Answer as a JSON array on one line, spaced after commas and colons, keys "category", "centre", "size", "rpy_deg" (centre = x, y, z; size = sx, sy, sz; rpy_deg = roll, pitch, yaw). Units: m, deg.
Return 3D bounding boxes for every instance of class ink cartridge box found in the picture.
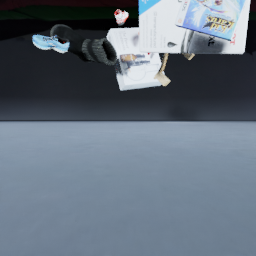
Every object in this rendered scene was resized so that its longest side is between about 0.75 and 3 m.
[{"category": "ink cartridge box", "centre": [1.455, -2.533, 6.187], "size": [2.280, 1.664, 0.961], "rpy_deg": [5, 22, 18]}]

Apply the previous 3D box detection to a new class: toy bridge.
[{"category": "toy bridge", "centre": [1.710, -2.544, 8.917], "size": [2.675, 0.899, 0.364], "rpy_deg": [-46, -9, 26]}]

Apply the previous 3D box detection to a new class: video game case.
[{"category": "video game case", "centre": [1.107, -1.611, 3.686], "size": [0.791, 0.717, 0.180], "rpy_deg": [22, 17, 17]}]

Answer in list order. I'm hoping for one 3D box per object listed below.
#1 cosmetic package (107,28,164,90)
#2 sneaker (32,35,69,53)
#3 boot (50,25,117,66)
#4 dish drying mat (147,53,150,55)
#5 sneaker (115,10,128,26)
[{"category": "cosmetic package", "centre": [0.352, -3.003, 12.017], "size": [1.935, 2.567, 0.663], "rpy_deg": [-10, -10, -24]}, {"category": "sneaker", "centre": [-2.166, -2.492, 7.927], "size": [1.060, 0.416, 0.477], "rpy_deg": [1, -26, -31]}, {"category": "boot", "centre": [-1.415, -2.771, 9.314], "size": [1.495, 0.752, 1.999], "rpy_deg": [19, -2, 44]}, {"category": "dish drying mat", "centre": [1.129, -3.747, 11.528], "size": [0.157, 1.727, 0.663], "rpy_deg": [14, -39, 16]}, {"category": "sneaker", "centre": [-0.221, -3.838, 9.438], "size": [0.257, 0.769, 0.412], "rpy_deg": [-3, -42, 26]}]
